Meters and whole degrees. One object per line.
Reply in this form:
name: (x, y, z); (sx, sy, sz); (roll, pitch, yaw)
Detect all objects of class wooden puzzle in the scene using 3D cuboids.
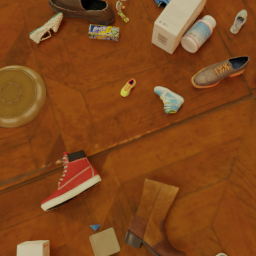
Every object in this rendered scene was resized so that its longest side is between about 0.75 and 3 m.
wooden puzzle: (-0.823, 4.156, 10.058); (0.992, 0.172, 1.470); (-12, 77, -7)

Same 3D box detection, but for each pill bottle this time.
pill bottle: (2.968, -3.949, 11.697); (0.822, 0.822, 1.511); (40, 80, 9)

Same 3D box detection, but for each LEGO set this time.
LEGO set: (-0.283, -5.067, 12.052); (0.482, 0.390, 1.047); (-4, 100, 14)

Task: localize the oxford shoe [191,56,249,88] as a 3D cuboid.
oxford shoe: (3.704, -2.352, 11.273); (2.424, 0.884, 0.864); (-24, 77, -6)

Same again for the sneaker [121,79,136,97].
sneaker: (-0.007, -1.665, 11.360); (0.345, 0.398, 0.882); (34, 80, 6)

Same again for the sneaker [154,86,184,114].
sneaker: (1.501, -1.068, 11.157); (1.294, 0.515, 0.845); (27, 76, 7)

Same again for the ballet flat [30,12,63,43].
ballet flat: (-3.391, -4.227, 11.989); (1.721, 0.618, 0.618); (-38, 79, -6)

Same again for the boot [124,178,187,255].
boot: (1.317, 3.276, 9.990); (2.316, 0.843, 2.461); (19, 78, 16)

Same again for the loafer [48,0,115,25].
loafer: (-1.994, -5.353, 11.918); (2.999, 1.065, 1.095); (14, 77, 3)

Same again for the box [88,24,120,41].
box: (-1.017, -4.054, 11.940); (1.276, 0.410, 0.447); (7, 77, 1)

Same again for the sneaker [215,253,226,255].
sneaker: (2.916, 5.085, 9.338); (0.751, 1.085, 1.797); (33, 78, 8)

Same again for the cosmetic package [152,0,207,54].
cosmetic package: (2.159, -4.633, 11.530); (1.094, 1.522, 2.697); (35, 81, 8)

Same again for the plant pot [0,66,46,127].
plant pot: (-4.689, -1.361, 11.307); (2.682, 0.369, 2.682); (0, 77, 0)

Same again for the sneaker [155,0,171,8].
sneaker: (1.344, -5.784, 12.293); (1.644, 0.542, 0.644); (44, 78, 9)

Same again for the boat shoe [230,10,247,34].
boat shoe: (4.829, -4.635, 12.091); (0.452, 0.393, 1.227); (32, 78, 7)

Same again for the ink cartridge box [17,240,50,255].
ink cartridge box: (-3.225, 4.540, 9.577); (0.881, 0.885, 1.207); (-3, 75, -1)

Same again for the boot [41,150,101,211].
boot: (-2.369, 1.842, 10.308); (2.296, 0.831, 1.657); (-31, 78, -15)
